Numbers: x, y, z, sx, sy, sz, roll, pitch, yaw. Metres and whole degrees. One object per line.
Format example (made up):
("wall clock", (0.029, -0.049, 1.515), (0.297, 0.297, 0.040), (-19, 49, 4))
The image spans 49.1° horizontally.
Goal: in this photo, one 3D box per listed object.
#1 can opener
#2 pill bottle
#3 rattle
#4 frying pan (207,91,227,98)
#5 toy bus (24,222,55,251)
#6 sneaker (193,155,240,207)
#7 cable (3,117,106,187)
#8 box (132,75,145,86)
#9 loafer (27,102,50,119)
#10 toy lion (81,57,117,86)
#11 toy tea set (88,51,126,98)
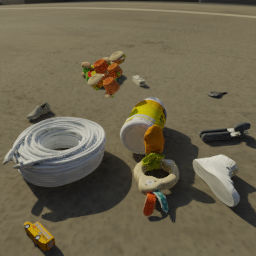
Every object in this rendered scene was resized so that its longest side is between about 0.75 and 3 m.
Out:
("can opener", (3.708, 0.079, 10.692), (1.932, 0.646, 0.515), (-5, 32, -8))
("pill bottle", (0.685, -0.216, 10.485), (1.360, 1.360, 2.490), (9, 33, 14))
("rattle", (0.831, 1.184, 8.085), (1.445, 1.585, 2.219), (22, 30, 8))
("frying pan", (4.567, -1.696, 14.121), (1.093, 0.178, 0.661), (-3, 32, 1))
("toy bus", (-2.188, 2.607, 6.862), (0.896, 0.291, 0.351), (26, 40, 36))
("sneaker", (2.951, 1.434, 8.379), (1.156, 0.737, 2.000), (-12, 32, -14))
("cable", (-2.225, 0.681, 9.347), (2.998, 1.038, 2.998), (-1, 30, -3))
("box", (0.589, -2.607, 15.457), (0.368, 0.307, 0.897), (-14, 34, -22))
("loafer", (-3.936, -0.762, 12.282), (0.439, 0.438, 1.256), (16, 35, 24))
("toy lion", (-1.423, -3.133, 16.032), (2.381, 0.818, 2.283), (-24, 46, -34))
("toy tea set", (-0.752, -1.991, 11.266), (1.492, 0.929, 2.510), (-13, 42, 22))
